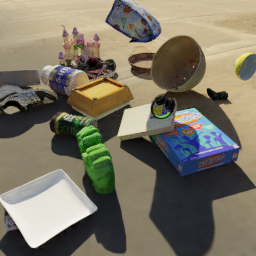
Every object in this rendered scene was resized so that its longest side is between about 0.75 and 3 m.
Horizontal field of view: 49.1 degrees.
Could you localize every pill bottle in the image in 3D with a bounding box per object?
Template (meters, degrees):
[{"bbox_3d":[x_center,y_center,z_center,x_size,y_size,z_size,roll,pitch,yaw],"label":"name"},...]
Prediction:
[{"bbox_3d":[-3.132,-2.328,13.633,2.191,1.311,1.311,19,38,27],"label":"pill bottle"}]

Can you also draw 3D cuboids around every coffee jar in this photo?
[{"bbox_3d":[-2.119,-0.093,10.838,1.727,0.737,0.900,10,35,16],"label":"coffee jar"}]

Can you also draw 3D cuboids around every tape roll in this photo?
[{"bbox_3d":[-5.434,-2.351,13.428,2.323,0.768,2.323,-5,11,1],"label":"tape roll"}]

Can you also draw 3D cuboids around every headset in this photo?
[{"bbox_3d":[1.076,-0.726,7.850,0.659,1.068,0.502,23,13,-19],"label":"headset"}]

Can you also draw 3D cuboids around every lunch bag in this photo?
[{"bbox_3d":[0.355,-4.340,11.651,2.088,1.293,1.775,32,32,-1],"label":"lunch bag"}]

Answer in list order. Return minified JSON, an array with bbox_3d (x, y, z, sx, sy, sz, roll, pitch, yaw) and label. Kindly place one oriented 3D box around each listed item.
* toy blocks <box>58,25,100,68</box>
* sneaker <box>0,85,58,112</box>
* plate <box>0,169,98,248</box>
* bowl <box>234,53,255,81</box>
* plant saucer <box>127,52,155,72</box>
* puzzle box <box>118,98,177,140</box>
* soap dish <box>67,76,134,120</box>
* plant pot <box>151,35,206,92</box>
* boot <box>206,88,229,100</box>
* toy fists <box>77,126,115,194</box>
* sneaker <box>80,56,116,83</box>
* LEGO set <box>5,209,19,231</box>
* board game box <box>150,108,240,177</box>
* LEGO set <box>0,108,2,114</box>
[{"bbox_3d":[-3.073,-5.127,17.118,2.279,2.053,2.439,11,35,15],"label":"toy blocks"},{"bbox_3d":[-4.435,-1.188,12.528,2.500,0.945,1.096,1,65,-17],"label":"sneaker"},{"bbox_3d":[-2.182,2.145,7.703,1.972,0.319,1.967,-23,46,-38],"label":"plate"},{"bbox_3d":[3.976,-2.160,9.652,0.951,0.951,0.512,-19,35,-25],"label":"bowl"},{"bbox_3d":[1.267,-3.904,16.757,2.596,0.447,2.596,-1,34,0],"label":"plant saucer"},{"bbox_3d":[0.728,-0.313,10.522,2.181,0.277,1.451,-11,44,28],"label":"puzzle box"},{"bbox_3d":[-1.223,-1.418,12.583,1.899,0.980,2.414,29,43,36],"label":"soap dish"},{"bbox_3d":[2.729,-2.892,13.779,1.808,2.694,2.694,17,14,-48],"label":"plant pot"},{"bbox_3d":[4.333,-1.670,13.528,0.770,0.348,0.939,-11,43,-13],"label":"boot"},{"bbox_3d":[-1.068,0.885,8.908,0.860,1.275,2.502,-10,35,-16],"label":"toy fists"},{"bbox_3d":[-1.567,-3.303,15.134,1.171,1.258,2.914,17,37,21],"label":"sneaker"},{"bbox_3d":[-2.874,2.238,7.930,1.139,0.374,1.525,-4,36,-24],"label":"LEGO set"},{"bbox_3d":[2.214,0.368,10.213,2.190,0.648,2.880,-13,35,-17],"label":"board game box"},{"bbox_3d":[-5.914,-0.529,11.893,1.094,0.477,1.685,24,54,34],"label":"LEGO set"}]
